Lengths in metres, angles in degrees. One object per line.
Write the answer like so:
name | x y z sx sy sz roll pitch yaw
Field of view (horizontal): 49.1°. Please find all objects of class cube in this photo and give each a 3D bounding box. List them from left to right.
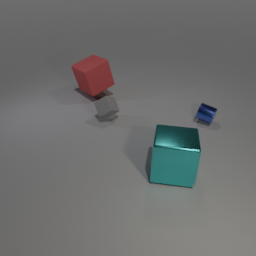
cube | -1.750 -2.655 14.066 1.400 1.400 1.400 -34 40 -22
cube | -0.910 -0.914 12.164 0.700 0.700 0.700 -27 -12 25
cube | 1.502 0.860 9.015 1.400 1.400 1.400 6 29 7

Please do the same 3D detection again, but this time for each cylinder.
cylinder | 3.372 -0.633 12.028 0.700 0.700 0.700 26 38 19
